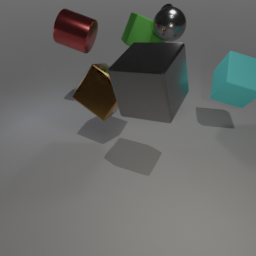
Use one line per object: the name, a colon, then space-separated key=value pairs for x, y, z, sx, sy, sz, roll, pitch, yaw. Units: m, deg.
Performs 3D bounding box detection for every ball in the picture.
ball: x=1.758 y=-4.373 z=11.825 sx=1.400 sy=1.400 sz=1.400 roll=0 pitch=31 yaw=0

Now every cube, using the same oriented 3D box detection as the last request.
cube: x=0.657 y=-4.473 z=13.220 sx=1.400 sy=1.400 sz=1.400 roll=17 pitch=21 yaw=-19
cube: x=4.156 y=-1.814 z=10.706 sx=1.400 sy=1.400 sz=1.400 roll=16 pitch=68 yaw=-4
cube: x=0.571 y=-1.150 z=6.884 sx=1.400 sy=1.400 sz=1.400 roll=10 pitch=45 yaw=28
cube: x=1.051 y=-4.714 z=15.079 sx=1.400 sy=1.400 sz=1.400 roll=-26 pitch=5 yaw=3
cube: x=-0.841 y=-1.321 z=9.949 sx=1.400 sy=1.400 sz=1.400 roll=37 pitch=18 yaw=1

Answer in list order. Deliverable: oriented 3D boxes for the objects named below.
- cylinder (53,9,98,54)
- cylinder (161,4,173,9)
cylinder: x=-2.122 y=-3.943 z=11.448 sx=1.400 sy=1.400 sz=1.400 roll=21 pitch=33 yaw=2
cylinder: x=1.965 y=-5.387 z=13.295 sx=0.700 sy=0.700 sz=0.700 roll=-15 pitch=64 yaw=-23
